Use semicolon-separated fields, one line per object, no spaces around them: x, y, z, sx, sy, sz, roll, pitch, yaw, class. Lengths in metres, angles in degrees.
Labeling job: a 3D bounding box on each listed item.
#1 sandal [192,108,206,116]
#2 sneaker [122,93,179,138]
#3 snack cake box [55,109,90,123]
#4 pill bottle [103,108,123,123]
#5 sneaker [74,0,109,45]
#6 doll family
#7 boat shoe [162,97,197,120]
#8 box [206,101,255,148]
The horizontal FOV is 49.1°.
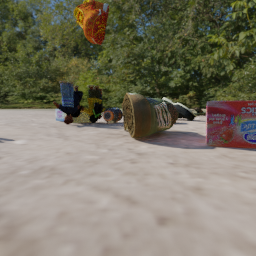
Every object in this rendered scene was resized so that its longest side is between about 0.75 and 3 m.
4.020;-0.933;15.834;1.614;0.460;0.641;-1;5;-13;sandal
0.488;-0.295;5.532;1.090;0.814;2.428;-5;2;-5;sneaker
-1.914;-0.437;9.798;0.755;0.441;1.313;-5;7;-39;snack cake box
-0.525;-0.418;9.284;0.496;0.496;0.935;1;5;15;pill bottle
-0.723;-2.006;5.281;0.665;0.629;1.724;8;30;-7;sneaker
-1.444;-0.731;8.946;2.246;1.298;0.881;1;-2;-38;doll family
1.906;-0.636;11.225;0.810;0.693;2.213;40;-4;-31;boat shoe
1.835;-0.070;4.006;1.348;0.638;0.692;2;5;21;box
